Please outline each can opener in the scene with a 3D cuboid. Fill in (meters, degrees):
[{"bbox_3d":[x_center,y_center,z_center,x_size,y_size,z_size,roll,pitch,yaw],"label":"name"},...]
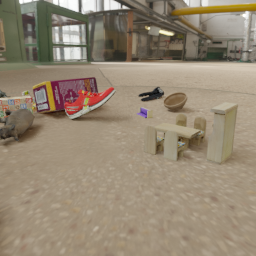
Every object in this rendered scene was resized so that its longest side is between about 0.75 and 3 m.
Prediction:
[{"bbox_3d":[1.380,-1.887,16.262,0.648,0.804,2.045,50,41,15],"label":"can opener"}]

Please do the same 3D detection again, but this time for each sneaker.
[{"bbox_3d":[-1.651,-1.210,11.747,2.350,0.998,0.905,-26,9,10],"label":"sneaker"}]

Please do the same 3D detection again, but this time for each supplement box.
[{"bbox_3d":[-2.887,-1.551,13.167,2.552,1.317,1.671,-13,6,-36],"label":"supplement box"}]

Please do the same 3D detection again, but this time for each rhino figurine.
[{"bbox_3d":[-4.080,-0.100,9.917,1.154,0.789,2.639,-2,19,-5],"label":"rhino figurine"}]

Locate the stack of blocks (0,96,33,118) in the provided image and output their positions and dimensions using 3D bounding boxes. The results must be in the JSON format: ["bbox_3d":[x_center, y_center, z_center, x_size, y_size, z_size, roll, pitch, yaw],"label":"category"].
[{"bbox_3d":[-4.940,-0.800,11.881,1.641,0.945,0.481,-9,19,-26],"label":"stack of blocks"}]

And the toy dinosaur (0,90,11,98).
[{"bbox_3d":[-6.050,-0.911,12.782,2.068,1.056,1.404,26,40,17],"label":"toy dinosaur"}]

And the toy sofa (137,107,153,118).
[{"bbox_3d":[0.730,-0.695,12.572,0.401,0.340,0.822,-8,19,-26],"label":"toy sofa"}]

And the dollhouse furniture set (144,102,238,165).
[{"bbox_3d":[1.906,-0.041,8.411,2.303,1.530,2.019,13,21,36],"label":"dollhouse furniture set"}]

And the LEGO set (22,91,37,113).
[{"bbox_3d":[-4.877,-1.353,13.902,0.998,0.807,2.169,-3,17,-9],"label":"LEGO set"}]

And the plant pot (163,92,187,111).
[{"bbox_3d":[2.335,-1.194,13.515,1.165,0.538,1.165,-19,33,12],"label":"plant pot"}]
